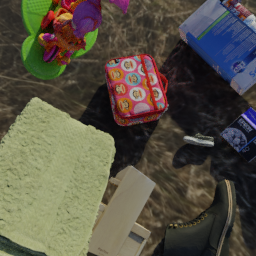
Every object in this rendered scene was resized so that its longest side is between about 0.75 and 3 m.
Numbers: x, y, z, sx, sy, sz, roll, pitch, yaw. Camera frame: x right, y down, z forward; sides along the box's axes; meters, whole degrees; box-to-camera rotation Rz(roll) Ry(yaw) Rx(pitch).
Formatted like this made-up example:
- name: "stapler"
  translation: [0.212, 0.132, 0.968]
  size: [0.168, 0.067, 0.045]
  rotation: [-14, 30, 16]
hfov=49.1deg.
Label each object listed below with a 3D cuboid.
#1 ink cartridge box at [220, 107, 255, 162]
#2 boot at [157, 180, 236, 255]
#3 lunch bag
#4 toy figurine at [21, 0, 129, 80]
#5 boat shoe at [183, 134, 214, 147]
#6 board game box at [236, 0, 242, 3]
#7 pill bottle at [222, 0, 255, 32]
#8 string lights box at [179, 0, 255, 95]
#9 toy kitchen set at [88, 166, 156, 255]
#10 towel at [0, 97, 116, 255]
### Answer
- name: "ink cartridge box"
  translation: [3.609, 0.204, 8.312]
  size: [1.184, 0.259, 1.195]
  rotation: [48, 113, 16]
- name: "boot"
  translation: [1.851, 2.465, 7.489]
  size: [1.708, 0.956, 2.469]
  rotation: [12, 69, 10]
- name: "lunch bag"
  translation: [0.345, -1.233, 8.901]
  size: [1.928, 0.897, 2.189]
  rotation: [-11, 70, -9]
- name: "toy figurine"
  translation: [-1.193, -2.719, 6.645]
  size: [2.246, 2.754, 2.992]
  rotation: [30, 73, -32]
- name: "boat shoe"
  translation: [2.161, 0.341, 8.577]
  size: [0.945, 0.334, 0.301]
  rotation: [11, 70, -4]
- name: "board game box"
  translation: [4.068, -5.577, 9.931]
  size: [0.591, 1.914, 1.915]
  rotation: [17, 71, 6]
- name: "pill bottle"
  translation: [3.876, -3.767, 9.826]
  size: [0.847, 0.847, 1.546]
  rotation: [-36, 73, -12]
- name: "string lights box"
  translation: [3.236, -2.694, 9.160]
  size: [1.533, 0.880, 2.984]
  rotation: [-42, 74, 8]
- name: "toy kitchen set"
  translation: [-0.843, 1.893, 7.636]
  size: [2.656, 2.396, 2.167]
  rotation: [39, 74, -28]
- name: "towel"
  translation: [-1.408, 0.922, 5.023]
  size: [2.185, 0.537, 2.946]
  rotation: [29, 49, -19]
